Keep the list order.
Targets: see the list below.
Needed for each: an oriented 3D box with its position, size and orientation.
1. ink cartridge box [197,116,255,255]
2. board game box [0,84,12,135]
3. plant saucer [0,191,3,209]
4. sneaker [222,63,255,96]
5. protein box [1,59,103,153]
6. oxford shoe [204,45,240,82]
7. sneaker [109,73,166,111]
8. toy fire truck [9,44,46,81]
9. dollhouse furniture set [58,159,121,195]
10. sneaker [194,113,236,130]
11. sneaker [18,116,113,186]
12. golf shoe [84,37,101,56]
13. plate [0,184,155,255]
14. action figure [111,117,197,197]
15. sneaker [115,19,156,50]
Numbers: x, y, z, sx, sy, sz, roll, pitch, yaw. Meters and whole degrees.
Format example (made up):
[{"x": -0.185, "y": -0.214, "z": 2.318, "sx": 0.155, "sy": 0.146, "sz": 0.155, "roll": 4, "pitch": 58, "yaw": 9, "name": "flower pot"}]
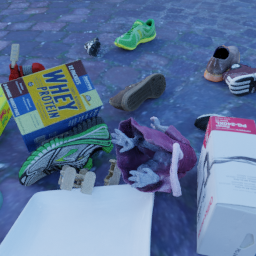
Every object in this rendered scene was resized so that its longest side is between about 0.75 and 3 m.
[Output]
[{"x": 2.112, "y": 1.207, "z": 5.936, "sx": 1.037, "sy": 1.807, "sz": 2.488, "roll": 8, "pitch": 40, "yaw": 8, "name": "ink cartridge box"}, {"x": -4.546, "y": -0.464, "z": 8.932, "sx": 1.368, "sy": 0.641, "sz": 2.693, "roll": 1, "pitch": 39, "yaw": 1, "name": "board game box"}, {"x": -3.637, "y": 1.770, "z": 6.515, "sx": 1.329, "sy": 0.239, "sz": 1.329, "roll": 0, "pitch": 39, "yaw": 0, "name": "plant saucer"}, {"x": 4.940, "y": -2.137, "z": 10.716, "sx": 2.794, "sy": 1.057, "sz": 1.614, "roll": -8, "pitch": 37, "yaw": -9, "name": "sneaker"}, {"x": -2.001, "y": -0.512, "z": 7.524, "sx": 2.018, "sy": 2.003, "sz": 1.361, "roll": -23, "pitch": 81, "yaw": -20, "name": "protein box"}, {"x": 4.111, "y": -2.974, "z": 11.700, "sx": 1.027, "sy": 1.050, "sz": 2.881, "roll": 21, "pitch": 43, "yaw": 24, "name": "oxford shoe"}, {"x": 0.372, "y": -1.359, "z": 9.866, "sx": 0.954, "sy": 0.890, "sz": 2.526, "roll": 12, "pitch": 31, "yaw": 38, "name": "sneaker"}, {"x": -3.780, "y": -2.240, "z": 10.409, "sx": 1.355, "sy": 1.539, "sz": 0.990, "roll": -9, "pitch": 41, "yaw": -11, "name": "toy fire truck"}, {"x": -0.875, "y": 1.048, "z": 6.501, "sx": 1.316, "sy": 1.209, "sz": 0.857, "roll": 15, "pitch": 81, "yaw": -14, "name": "dollhouse furniture set"}, {"x": 2.780, "y": -0.022, "z": 8.501, "sx": 1.483, "sy": 0.562, "sz": 0.649, "roll": 3, "pitch": 45, "yaw": 4, "name": "sneaker"}, {"x": -1.545, "y": 0.738, "z": 7.173, "sx": 2.620, "sy": 1.022, "sz": 1.116, "roll": -30, "pitch": 83, "yaw": -14, "name": "sneaker"}, {"x": -1.743, "y": -3.724, "z": 13.137, "sx": 0.692, "sy": 0.569, "sz": 1.464, "roll": -8, "pitch": 34, "yaw": 16, "name": "golf shoe"}, {"x": -0.914, "y": 2.056, "z": 5.043, "sx": 2.792, "sy": 0.451, "sz": 2.786, "roll": -6, "pitch": 24, "yaw": 10, "name": "plate"}, {"x": 0.968, "y": 0.535, "z": 6.469, "sx": 2.064, "sy": 1.857, "sz": 2.772, "roll": -3, "pitch": -8, "yaw": 42, "name": "action figure"}, {"x": 0.330, "y": -4.647, "z": 13.675, "sx": 1.031, "sy": 1.163, "sz": 2.783, "roll": 28, "pitch": 47, "yaw": 29, "name": "sneaker"}]
